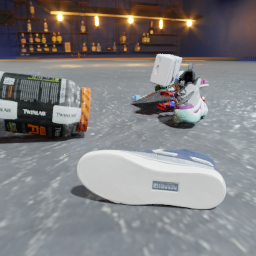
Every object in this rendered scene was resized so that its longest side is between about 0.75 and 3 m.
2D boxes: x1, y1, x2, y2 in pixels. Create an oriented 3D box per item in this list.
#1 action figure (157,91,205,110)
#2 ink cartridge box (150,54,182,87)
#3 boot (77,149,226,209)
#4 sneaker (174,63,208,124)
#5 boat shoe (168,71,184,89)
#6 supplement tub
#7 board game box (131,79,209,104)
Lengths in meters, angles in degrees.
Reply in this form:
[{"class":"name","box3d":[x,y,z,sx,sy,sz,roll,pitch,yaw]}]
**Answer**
[{"class":"action figure","box3d":[2.119,-1.034,10.388,2.389,0.782,0.618,-9,24,-43]},{"class":"ink cartridge box","box3d":[1.309,-1.963,9.501,0.553,0.950,1.314,20,21,20]},{"class":"boot","box3d":[0.374,0.714,4.653,2.278,0.829,1.029,11,17,4]},{"class":"sneaker","box3d":[2.037,-1.194,9.023,0.975,1.754,2.508,-1,11,18]},{"class":"boat shoe","box3d":[1.919,-1.852,11.586,0.798,0.687,2.216,-11,4,2]},{"class":"supplement tub","box3d":[-2.280,-0.580,7.264,2.489,1.525,1.525,5,15,-12]},{"class":"board game box","box3d":[1.583,-1.444,11.168,2.305,0.298,2.305,-10,-2,-26]}]
